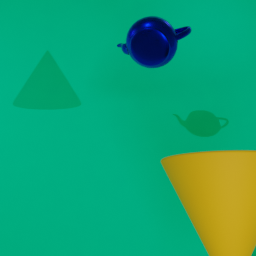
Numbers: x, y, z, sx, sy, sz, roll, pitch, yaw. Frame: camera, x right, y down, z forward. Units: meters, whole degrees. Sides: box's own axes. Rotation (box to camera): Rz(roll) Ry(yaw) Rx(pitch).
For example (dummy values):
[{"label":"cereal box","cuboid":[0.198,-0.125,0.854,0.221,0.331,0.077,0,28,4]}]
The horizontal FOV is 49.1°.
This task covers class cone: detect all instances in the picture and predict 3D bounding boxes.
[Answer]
[{"label":"cone","cuboid":[1.154,1.129,3.269,1.512,1.512,1.518,1,76,0]}]

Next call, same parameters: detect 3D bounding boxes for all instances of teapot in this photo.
[{"label":"teapot","cuboid":[0.366,-1.424,4.583,1.341,0.834,0.657,-8,36,23]}]
